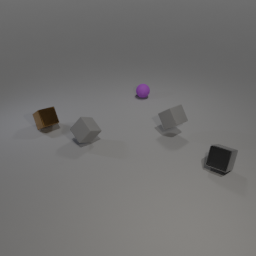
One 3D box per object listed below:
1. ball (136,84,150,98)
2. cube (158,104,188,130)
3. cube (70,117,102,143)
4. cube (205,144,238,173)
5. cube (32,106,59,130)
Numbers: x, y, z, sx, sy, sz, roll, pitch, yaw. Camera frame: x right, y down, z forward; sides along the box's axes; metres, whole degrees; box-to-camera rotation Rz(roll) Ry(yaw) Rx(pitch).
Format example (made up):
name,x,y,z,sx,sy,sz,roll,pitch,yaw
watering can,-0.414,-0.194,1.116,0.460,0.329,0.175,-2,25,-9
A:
name,x,y,z,sx,sy,sz,roll,pitch,yaw
ball,0.753,-1.882,14.133,0.700,0.700,0.700,0,30,0
cube,1.727,-0.415,10.757,0.700,0.700,0.700,-21,-1,-38
cube,-1.560,0.071,10.371,0.700,0.700,0.700,52,22,19
cube,3.020,0.959,9.022,0.700,0.700,0.700,19,11,35
cube,-3.321,-0.392,11.324,0.700,0.700,0.700,-20,2,-39
